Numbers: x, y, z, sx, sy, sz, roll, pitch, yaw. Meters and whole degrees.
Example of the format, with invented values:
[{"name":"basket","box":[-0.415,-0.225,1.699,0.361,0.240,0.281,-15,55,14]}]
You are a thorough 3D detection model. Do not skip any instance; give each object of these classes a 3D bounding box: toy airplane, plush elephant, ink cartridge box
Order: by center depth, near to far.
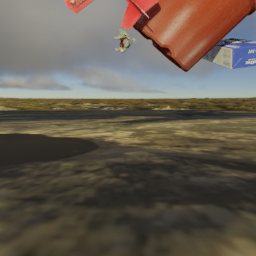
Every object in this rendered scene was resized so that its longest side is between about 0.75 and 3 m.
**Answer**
[{"name":"toy airplane","box":[-0.186,-2.638,5.132,1.888,1.888,0.347,1,0,13]},{"name":"ink cartridge box","box":[2.799,-2.041,7.508,1.074,0.505,2.285,-7,21,-2]},{"name":"plush elephant","box":[-0.198,-3.585,11.322,0.941,0.729,0.775,-36,29,0]}]

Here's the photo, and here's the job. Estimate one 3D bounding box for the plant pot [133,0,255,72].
[{"name":"plant pot","box":[1.432,-2.770,6.189,2.524,2.455,2.524,40,13,-11]}]
